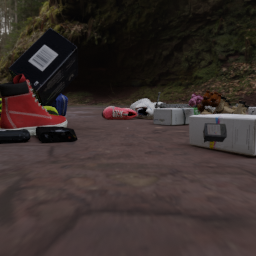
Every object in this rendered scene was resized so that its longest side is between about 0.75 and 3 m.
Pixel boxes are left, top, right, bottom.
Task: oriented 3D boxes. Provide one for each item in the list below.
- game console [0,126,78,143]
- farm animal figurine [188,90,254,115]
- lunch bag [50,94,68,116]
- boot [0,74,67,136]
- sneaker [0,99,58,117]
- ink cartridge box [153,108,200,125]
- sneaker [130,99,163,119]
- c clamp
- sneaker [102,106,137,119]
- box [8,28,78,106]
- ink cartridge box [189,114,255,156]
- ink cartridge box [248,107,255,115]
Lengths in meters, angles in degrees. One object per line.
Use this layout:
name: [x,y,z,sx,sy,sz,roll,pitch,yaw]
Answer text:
game console: [-2.188,0.140,5.913,2.117,0.255,1.248,-1,5,-22]
farm animal figurine: [2.695,-0.420,8.663,1.618,1.007,2.004,19,3,2]
lunch bag: [-2.746,-0.926,11.041,0.636,0.936,0.619,30,27,36]
boot: [-2.273,-0.576,7.007,0.731,1.456,2.019,3,6,27]
sneaker: [-3.133,-0.291,7.739,1.001,0.887,2.394,1,-4,43]
ink cartridge box: [1.710,-0.423,9.921,1.365,0.567,1.000,-5,6,-34]
sneaker: [0.719,-0.896,13.303,1.107,0.947,2.542,-9,9,-29]
c clamp: [1.865,-0.687,10.598,1.933,0.262,1.651,2,-34,-11]
sneaker: [-0.337,-0.659,12.265,1.629,0.600,0.706,-3,7,-29]
box: [-2.406,-1.654,8.322,1.029,1.724,1.753,36,-19,2]
ink cartridge box: [1.893,0.067,4.821,1.023,0.593,1.386,-3,4,-29]
ink cartridge box: [4.922,-0.351,8.999,1.068,0.615,1.844,-2,6,-15]
